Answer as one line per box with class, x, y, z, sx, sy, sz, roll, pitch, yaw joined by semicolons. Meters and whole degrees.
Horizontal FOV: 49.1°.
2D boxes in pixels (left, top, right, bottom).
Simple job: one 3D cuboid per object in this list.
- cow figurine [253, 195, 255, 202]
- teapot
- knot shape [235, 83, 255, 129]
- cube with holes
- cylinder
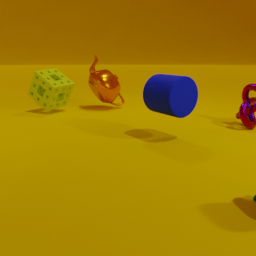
cow figurine;2.244;0.648;3.165;1.383;1.361;0.759;33;20;-19
teapot;-0.801;-1.594;9.924;0.983;2.007;1.248;-40;15;-14
knot shape;3.178;-0.616;7.263;0.532;1.078;1.152;14;27;16
cube with holes;-2.539;-1.289;9.268;0.932;0.932;0.932;39;32;16
cylinder;0.909;-0.712;6.066;0.865;0.865;0.865;-9;18;-34
